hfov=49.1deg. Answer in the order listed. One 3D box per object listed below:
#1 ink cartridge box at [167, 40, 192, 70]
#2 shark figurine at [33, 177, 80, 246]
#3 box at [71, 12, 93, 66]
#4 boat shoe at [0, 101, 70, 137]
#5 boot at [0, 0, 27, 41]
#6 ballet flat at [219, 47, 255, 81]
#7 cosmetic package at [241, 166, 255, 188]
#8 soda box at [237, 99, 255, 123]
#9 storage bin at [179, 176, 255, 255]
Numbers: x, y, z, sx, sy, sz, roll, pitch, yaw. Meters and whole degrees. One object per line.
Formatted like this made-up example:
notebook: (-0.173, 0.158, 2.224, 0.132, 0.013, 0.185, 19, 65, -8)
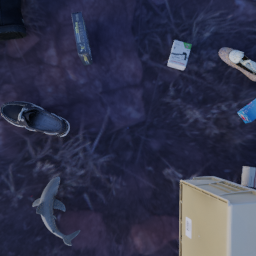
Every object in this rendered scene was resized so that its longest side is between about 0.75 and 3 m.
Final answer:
ink cartridge box: (1.858, -2.627, 10.127, 0.654, 0.371, 0.893, 15, 84, 2)
shark figurine: (-2.559, 2.845, 9.068, 1.331, 0.930, 2.227, -25, 73, 6)
box: (-1.589, -3.076, 9.780, 0.377, 1.165, 1.478, -10, 85, -1)
boat shoe: (-3.291, -0.339, 9.688, 2.539, 0.766, 0.938, 23, 84, 2)
boot: (-5.064, -4.298, 9.938, 2.741, 1.047, 2.303, -8, 88, -8)
ballet flat: (4.101, -2.374, 9.984, 1.819, 0.612, 0.619, 34, 85, 4)
cosmetic package: (4.666, 1.739, 9.561, 1.348, 0.588, 0.697, 7, 84, 1)
soda box: (4.683, -0.819, 9.879, 1.530, 0.491, 0.519, -35, 85, -3)
storage bin: (2.563, 3.024, 7.963, 1.315, 2.786, 2.807, 0, 92, -16)
